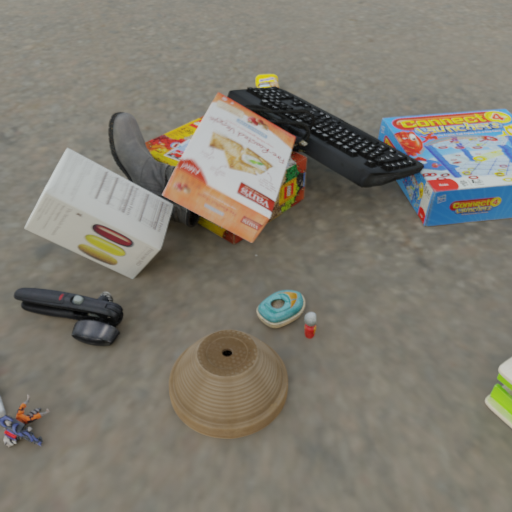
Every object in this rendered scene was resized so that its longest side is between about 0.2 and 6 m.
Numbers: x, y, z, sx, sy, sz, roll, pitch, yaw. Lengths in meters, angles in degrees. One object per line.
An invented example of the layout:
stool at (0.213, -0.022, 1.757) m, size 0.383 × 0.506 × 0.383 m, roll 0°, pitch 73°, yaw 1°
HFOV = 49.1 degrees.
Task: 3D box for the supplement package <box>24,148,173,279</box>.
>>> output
supplement package at (-2.635, -0.676, 9.566) m, size 2.019 × 1.148 × 1.106 m, roll 28°, pitch 47°, yaw -22°

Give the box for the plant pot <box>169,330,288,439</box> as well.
plant pot at (-0.405, 1.623, 7.939) m, size 1.724 × 0.796 × 1.724 m, roll -1°, pitch 41°, yaw 1°

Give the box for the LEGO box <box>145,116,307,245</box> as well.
LEGO box at (-0.723, -1.691, 11.590) m, size 2.844 × 1.098 × 2.118 m, roll 30°, pitch 49°, yaw 31°

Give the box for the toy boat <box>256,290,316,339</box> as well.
toy boat at (0.576, 0.896, 9.027) m, size 0.873 × 0.483 × 1.039 m, roll -32°, pitch 49°, yaw -32°

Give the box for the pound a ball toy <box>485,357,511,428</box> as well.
pound a ball toy at (4.104, 1.994, 7.080) m, size 0.867 × 1.330 × 2.040 m, roll -23°, pitch 45°, yaw -24°

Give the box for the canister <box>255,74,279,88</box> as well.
canister at (0.332, -4.765, 15.795) m, size 0.646 × 0.376 × 0.869 m, roll -3°, pitch 42°, yaw -4°

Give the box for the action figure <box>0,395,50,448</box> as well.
action figure at (-3.106, 2.316, 7.573) m, size 0.687 × 0.359 × 0.665 m, roll 37°, pitch 55°, yaw 3°

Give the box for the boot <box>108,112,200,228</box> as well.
boot at (-1.808, -1.652, 10.511) m, size 1.499 × 2.278 × 0.795 m, roll 1°, pitch 28°, yaw 34°

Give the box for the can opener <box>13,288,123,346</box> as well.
can opener at (-3.027, 0.828, 8.994) m, size 2.001 × 0.634 × 0.787 m, roll 14°, pitch 43°, yaw 16°

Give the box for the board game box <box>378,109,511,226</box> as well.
board game box at (4.623, -2.016, 12.142) m, size 3.128 × 0.874 × 3.063 m, roll -6°, pitch 41°, yaw -7°

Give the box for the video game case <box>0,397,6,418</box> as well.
video game case at (-4.363, 2.070, 7.903) m, size 1.331 × 0.147 × 1.212 m, roll -22°, pitch 45°, yaw -23°

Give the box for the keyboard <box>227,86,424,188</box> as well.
keyboard at (1.149, -2.800, 11.547) m, size 2.366 × 0.901 × 4.545 m, roll -22°, pitch 44°, yaw -33°

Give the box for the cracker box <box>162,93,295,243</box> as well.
cracker box at (-0.375, -1.591, 9.650) m, size 1.673 × 0.721 × 2.498 m, roll 28°, pitch 45°, yaw -11°
